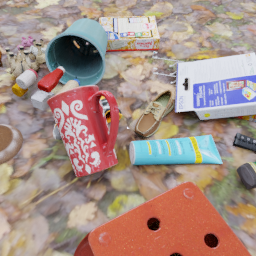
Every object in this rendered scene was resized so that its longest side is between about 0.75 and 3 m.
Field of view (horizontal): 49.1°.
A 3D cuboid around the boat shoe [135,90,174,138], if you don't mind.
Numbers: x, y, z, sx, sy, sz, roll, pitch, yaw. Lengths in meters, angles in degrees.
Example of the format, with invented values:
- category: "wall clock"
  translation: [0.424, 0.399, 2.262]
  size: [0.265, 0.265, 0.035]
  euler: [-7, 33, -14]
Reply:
- category: "boat shoe"
  translation: [0.841, -0.534, 8.890]
  size: [0.736, 0.718, 1.945]
  euler: [25, 54, 20]

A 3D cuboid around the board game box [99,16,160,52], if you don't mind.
- category: "board game box"
  translation: [0.013, -4.052, 11.932]
  size: [2.466, 0.571, 1.868]
  euler: [-2, 50, -2]

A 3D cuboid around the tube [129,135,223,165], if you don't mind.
- category: "tube"
  translation: [1.358, 0.666, 8.013]
  size: [2.595, 0.654, 1.005]
  euler: [-2, 60, -13]

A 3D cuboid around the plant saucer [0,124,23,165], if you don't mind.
- category: "plant saucer"
  translation: [-3.986, 0.422, 8.382]
  size: [1.581, 0.289, 1.581]
  euler: [0, 49, 0]

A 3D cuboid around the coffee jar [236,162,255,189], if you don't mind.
- category: "coffee jar"
  translation: [3.663, 1.158, 7.561]
  size: [1.339, 0.571, 0.698]
  euler: [-15, 61, -12]

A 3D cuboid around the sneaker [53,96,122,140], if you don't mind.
- category: "sneaker"
  translation: [-1.196, -0.256, 8.571]
  size: [2.332, 0.913, 0.901]
  euler: [-32, 62, -25]

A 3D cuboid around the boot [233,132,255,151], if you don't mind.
- category: "boot"
  translation: [3.733, 0.344, 8.454]
  size: [0.965, 0.317, 0.795]
  euler: [16, 50, 18]

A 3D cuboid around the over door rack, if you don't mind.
- category: "over door rack"
  translation: [1.500, -2.163, 10.350]
  size: [1.403, 0.467, 1.037]
  euler: [15, 49, -14]

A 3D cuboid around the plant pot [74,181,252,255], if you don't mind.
- category: "plant pot"
  translation: [0.702, 2.722, 4.924]
  size: [2.981, 2.630, 2.984]
  euler: [-23, 54, -17]

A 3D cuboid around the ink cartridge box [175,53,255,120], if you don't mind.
- category: "ink cartridge box"
  translation: [3.002, -1.410, 9.393]
  size: [2.704, 0.635, 2.672]
  euler: [-6, 46, 19]

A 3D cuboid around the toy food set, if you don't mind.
- category: "toy food set"
  translation: [-2.513, -1.329, 9.245]
  size: [2.528, 1.207, 1.137]
  euler: [21, 52, 14]

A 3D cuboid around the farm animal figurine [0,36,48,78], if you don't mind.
- category: "farm animal figurine"
  translation: [-3.706, -2.480, 10.297]
  size: [1.929, 1.201, 2.389]
  euler: [13, 33, 22]

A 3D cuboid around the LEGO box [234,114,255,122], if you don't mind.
- category: "LEGO box"
  translation: [4.058, -0.835, 9.307]
  size: [0.899, 0.466, 1.208]
  euler: [15, 52, 12]

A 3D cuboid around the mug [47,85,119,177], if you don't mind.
- category: "mug"
  translation: [-1.056, 0.082, 7.195]
  size: [1.415, 1.882, 2.121]
  euler: [-17, 88, -23]

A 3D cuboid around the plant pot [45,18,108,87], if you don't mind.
- category: "plant pot"
  translation: [-1.653, -2.843, 10.149]
  size: [2.070, 2.070, 2.028]
  euler: [5, 41, 4]
